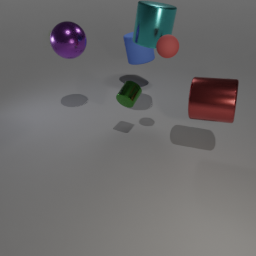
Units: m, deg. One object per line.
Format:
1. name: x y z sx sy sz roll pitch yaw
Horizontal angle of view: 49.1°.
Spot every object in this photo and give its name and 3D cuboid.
1. cylinder: 2.766 -0.917 9.090 1.400 1.400 1.400 7 31 19
2. ball: -2.306 -3.399 10.875 1.400 1.400 1.400 0 30 0
3. cylinder: 0.036 -1.195 9.949 0.700 0.700 0.700 17 62 27
4. ball: 1.223 -2.510 8.627 0.700 0.700 0.700 0 30 0
5. cylinder: 0.948 -3.753 10.170 1.400 1.400 1.400 7 30 -4
6. cylinder: 0.576 -4.106 14.236 1.400 1.400 1.400 -10 28 5
